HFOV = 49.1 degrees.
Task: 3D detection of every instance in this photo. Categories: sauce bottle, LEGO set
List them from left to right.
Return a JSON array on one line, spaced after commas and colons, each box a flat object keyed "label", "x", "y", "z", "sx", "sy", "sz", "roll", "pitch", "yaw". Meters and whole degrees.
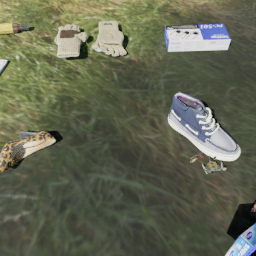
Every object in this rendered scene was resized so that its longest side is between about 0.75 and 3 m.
[{"label": "sauce bottle", "x": -4.962, "y": -4.264, "z": 11.990, "sx": 1.365, "sy": 0.442, "sz": 0.442, "roll": -6, "pitch": 51, "yaw": -8}, {"label": "LEGO set", "x": 2.217, "y": 1.027, "z": 7.752, "sx": 0.638, "sy": 0.278, "sz": 0.982, "roll": -31, "pitch": 44, "yaw": -25}]

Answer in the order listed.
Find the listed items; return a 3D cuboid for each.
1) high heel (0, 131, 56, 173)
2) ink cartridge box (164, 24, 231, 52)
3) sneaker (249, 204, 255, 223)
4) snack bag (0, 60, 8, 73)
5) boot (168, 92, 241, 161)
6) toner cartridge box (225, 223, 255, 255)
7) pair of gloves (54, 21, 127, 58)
[{"label": "high heel", "x": -2.785, "y": 0.647, "z": 7.771, "sx": 1.152, "sy": 0.577, "sz": 1.616, "roll": 5, "pitch": 41, "yaw": 12}, {"label": "ink cartridge box", "x": 2.787, "y": -3.697, "z": 11.430, "sx": 2.442, "sy": 0.540, "sz": 1.148, "roll": -2, "pitch": 51, "yaw": -2}, {"label": "sneaker", "x": 3.590, "y": 2.178, "z": 6.629, "sx": 1.256, "sy": 0.419, "sz": 0.673, "roll": 28, "pitch": 58, "yaw": 24}, {"label": "snack bag", "x": -5.477, "y": -2.118, "z": 10.365, "sx": 1.568, "sy": 0.168, "sz": 1.478, "roll": 8, "pitch": 51, "yaw": 7}, {"label": "boot", "x": 2.187, "y": -0.056, "z": 8.045, "sx": 2.411, "sy": 1.089, "sz": 0.877, "roll": 33, "pitch": 58, "yaw": 25}, {"label": "toner cartridge box", "x": 2.575, "y": 2.322, "z": 5.816, "sx": 1.376, "sy": 0.654, "sz": 0.297, "roll": -4, "pitch": 34, "yaw": -46}, {"label": "pair of gloves", "x": -1.559, "y": -3.552, "z": 11.366, "sx": 2.771, "sy": 0.486, "sz": 2.356, "roll": -9, "pitch": 47, "yaw": -10}]
